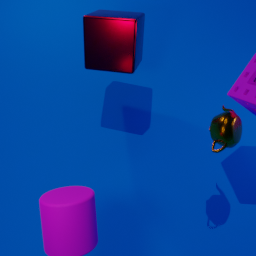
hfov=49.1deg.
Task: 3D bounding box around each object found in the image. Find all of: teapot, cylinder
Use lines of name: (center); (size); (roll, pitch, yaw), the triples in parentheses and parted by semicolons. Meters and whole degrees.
teapot: (2.032, -0.006, 5.915); (0.610, 0.774, 1.245); (2, 56, 41)
cylinder: (-1.008, 1.587, 4.831); (0.924, 0.924, 0.924); (-4, 97, -2)

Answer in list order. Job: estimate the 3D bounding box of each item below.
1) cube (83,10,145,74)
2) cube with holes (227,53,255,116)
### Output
cube: (-0.344, -2.369, 7.586); (1.357, 1.357, 1.357); (8, 30, 9)
cube with holes: (3.277, -0.837, 6.283); (1.168, 1.168, 1.168); (30, 99, -20)
